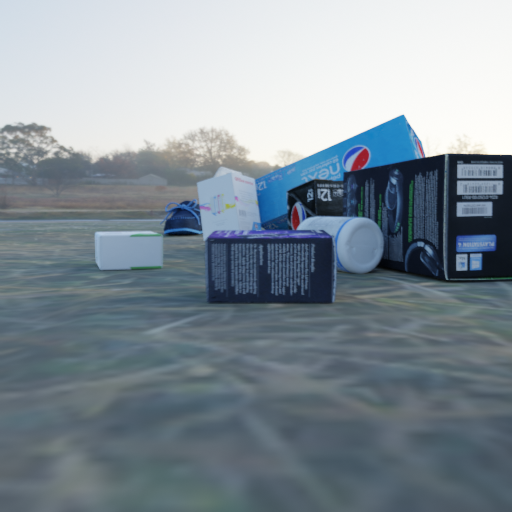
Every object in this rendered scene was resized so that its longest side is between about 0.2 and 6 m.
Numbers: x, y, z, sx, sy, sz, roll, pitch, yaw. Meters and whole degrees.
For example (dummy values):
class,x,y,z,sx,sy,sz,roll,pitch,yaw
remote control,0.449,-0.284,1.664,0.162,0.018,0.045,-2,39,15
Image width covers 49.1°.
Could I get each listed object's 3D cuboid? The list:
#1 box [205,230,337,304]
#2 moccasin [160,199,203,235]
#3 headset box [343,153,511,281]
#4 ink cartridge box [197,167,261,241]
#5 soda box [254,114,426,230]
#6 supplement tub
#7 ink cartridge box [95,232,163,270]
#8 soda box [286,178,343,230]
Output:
class,x,y,z,sx,sy,sz,roll,pitch,yaw
box,0.121,0.074,4.894,1.076,0.561,0.796,-1,7,0
moccasin,-2.323,-1.242,17.957,1.325,1.123,3.293,0,5,0
headset box,2.809,-0.537,7.458,2.599,1.385,2.985,-2,5,-14
ink cartridge box,-0.586,-1.096,12.158,0.942,1.505,0.967,-12,-9,29
soda box,1.799,-1.577,12.227,3.685,1.250,1.182,-21,-31,28
supplement tub,1.034,-0.153,7.107,0.690,0.690,1.046,-3,5,-30
ink cartridge box,-1.760,-0.087,7.651,0.806,0.467,1.113,-2,5,-19
soda box,2.344,-0.730,10.566,3.483,1.232,1.103,-2,-2,-24
